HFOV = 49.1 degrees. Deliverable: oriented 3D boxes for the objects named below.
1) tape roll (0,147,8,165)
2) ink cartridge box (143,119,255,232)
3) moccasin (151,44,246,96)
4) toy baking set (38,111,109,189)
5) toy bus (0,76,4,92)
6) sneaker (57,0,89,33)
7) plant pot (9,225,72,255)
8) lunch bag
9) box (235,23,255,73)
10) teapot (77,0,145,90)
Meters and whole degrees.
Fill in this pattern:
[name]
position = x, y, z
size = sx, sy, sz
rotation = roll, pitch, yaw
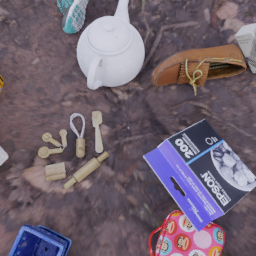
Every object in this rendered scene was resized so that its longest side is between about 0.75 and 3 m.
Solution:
[tape roll]
position = -4.297, 0.106, 6.685
size = 2.877, 2.877, 1.006
rotation = 39, 73, 14
[ink cartridge box]
position = 1.907, 1.059, 7.194
size = 2.281, 0.495, 2.259
rotation = -26, 70, -32
[moccasin]
position = 2.133, -1.709, 8.438
size = 2.920, 1.068, 1.127
rotation = -10, 60, -14
[toy baking set]
position = -1.467, 0.518, 7.919
size = 2.350, 0.273, 1.804
rotation = -34, 73, -12
[toy bus]
position = -5.055, -1.562, 8.473
size = 2.331, 0.759, 0.912
rotation = 9, 70, 3
[sneaker]
position = -1.983, -4.082, 9.538
size = 0.982, 0.835, 2.153
rotation = 2, 64, 18
[plant pot]
position = -2.013, 2.933, 6.534
size = 1.110, 0.998, 1.110
rotation = 22, 82, 10
[lunch bag]
position = 1.278, 3.008, 6.684
size = 1.682, 0.782, 1.910
rotation = 20, 70, 7
[box]
position = 3.835, -2.359, 8.397
size = 0.500, 0.600, 1.462
rotation = -50, 117, -17
[teapot]
position = -0.545, -2.419, 8.311
size = 2.245, 1.661, 2.275
rotation = -25, 72, -9
